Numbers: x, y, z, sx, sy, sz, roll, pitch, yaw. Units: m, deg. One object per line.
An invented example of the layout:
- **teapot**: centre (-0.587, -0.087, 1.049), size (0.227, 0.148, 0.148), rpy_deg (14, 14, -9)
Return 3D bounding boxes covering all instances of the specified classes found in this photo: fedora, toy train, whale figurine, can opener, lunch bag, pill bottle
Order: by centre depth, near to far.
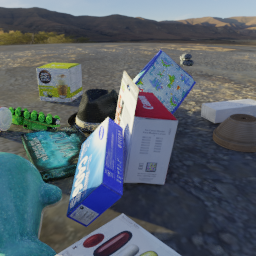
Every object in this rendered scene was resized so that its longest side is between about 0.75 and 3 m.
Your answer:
- **whale figurine**: centre (-2.332, 1.521, 5.163), size (2.290, 1.493, 2.878), rpy_deg (-20, 37, -25)
- **toy train**: centre (-3.676, -0.285, 10.832), size (2.698, 0.761, 0.563), rpy_deg (13, 11, 30)
- **pill bottle**: centre (-5.484, -0.395, 10.886), size (1.677, 0.928, 0.928), rpy_deg (5, 22, 12)
- **lunch bag**: centre (1.230, -1.563, 10.938), size (1.947, 2.290, 1.459), rpy_deg (39, 4, -11)
- **can opener**: centre (2.392, -2.747, 11.261), size (0.601, 0.476, 1.808), rpy_deg (10, 14, 7)
- **fedora**: centre (-1.174, -0.864, 11.492), size (2.940, 1.343, 2.940), rpy_deg (0, 21, 0)

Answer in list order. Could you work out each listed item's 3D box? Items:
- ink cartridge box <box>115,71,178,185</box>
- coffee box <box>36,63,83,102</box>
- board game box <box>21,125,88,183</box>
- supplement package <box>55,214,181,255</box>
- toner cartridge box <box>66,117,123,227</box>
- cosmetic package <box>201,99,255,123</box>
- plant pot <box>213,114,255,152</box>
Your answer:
- **ink cartridge box**: centre (0.395, -0.175, 8.082), size (1.175, 2.460, 2.802), rpy_deg (5, 21, -11)
- **coffee box**: centre (-3.598, -2.491, 15.003), size (1.778, 1.761, 1.781), rpy_deg (5, 22, 11)
- **board game box**: centre (-2.146, 0.678, 8.885), size (1.974, 0.411, 2.919), rpy_deg (-11, 24, -26)
- **supplement package**: centre (-0.147, 2.254, 4.072), size (1.395, 1.026, 1.334), rpy_deg (-21, 30, -39)
- **toner cartridge box**: centre (-0.700, 0.896, 6.643), size (0.554, 1.220, 2.568), rpy_deg (37, 24, -21)
- **cosmetic package**: centre (4.564, -0.753, 12.149), size (2.549, 0.645, 1.052), rpy_deg (-7, 23, -17)
- **plant pot**: centre (3.997, 0.051, 9.843), size (1.907, 0.880, 1.907), rpy_deg (-1, 21, 0)
